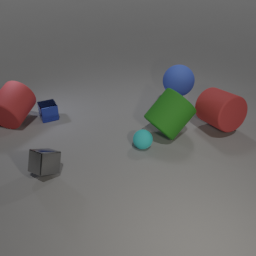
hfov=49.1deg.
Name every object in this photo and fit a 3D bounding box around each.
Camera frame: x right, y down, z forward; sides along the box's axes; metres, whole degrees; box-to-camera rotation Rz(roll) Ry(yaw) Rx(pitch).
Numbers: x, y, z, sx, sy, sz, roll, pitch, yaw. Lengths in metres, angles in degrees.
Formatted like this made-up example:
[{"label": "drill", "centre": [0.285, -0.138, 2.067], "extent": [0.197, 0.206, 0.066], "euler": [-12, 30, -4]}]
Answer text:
[{"label": "cylinder", "centre": [3.558, -0.725, 10.779], "extent": [1.400, 1.400, 1.400], "euler": [-14, 27, -22]}, {"label": "cylinder", "centre": [-4.630, -0.918, 11.193], "extent": [1.400, 1.400, 1.400], "euler": [9, 50, 14]}, {"label": "ball", "centre": [0.524, 0.401, 9.929], "extent": [0.700, 0.700, 0.700], "euler": [0, 31, 0]}, {"label": "cube", "centre": [-2.565, 1.030, 8.603], "extent": [0.700, 0.700, 0.700], "euler": [8, 5, 39]}, {"label": "cube", "centre": [-3.384, -0.728, 11.881], "extent": [0.700, 0.700, 0.700], "euler": [-15, 36, -24]}, {"label": "cylinder", "centre": [1.547, -0.514, 10.352], "extent": [1.400, 1.400, 1.400], "euler": [-50, 41, 2]}, {"label": "ball", "centre": [2.257, -2.111, 12.504], "extent": [1.400, 1.400, 1.400], "euler": [0, 31, 0]}]
